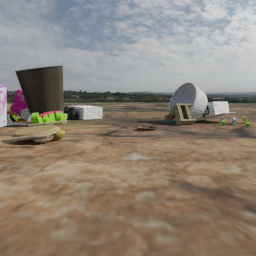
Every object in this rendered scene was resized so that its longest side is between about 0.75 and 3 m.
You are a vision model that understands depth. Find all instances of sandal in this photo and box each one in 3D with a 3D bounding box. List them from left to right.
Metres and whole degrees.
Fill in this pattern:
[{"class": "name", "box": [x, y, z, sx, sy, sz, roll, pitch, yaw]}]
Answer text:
[{"class": "sandal", "box": [-5.175, -0.381, 12.560, 1.775, 0.509, 0.680, -2, 7, -14]}]

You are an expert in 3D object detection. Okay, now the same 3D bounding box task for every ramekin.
[{"class": "ramekin", "box": [3.042, -1.209, 13.977, 1.004, 1.913, 1.913, 23, -5, -28]}]

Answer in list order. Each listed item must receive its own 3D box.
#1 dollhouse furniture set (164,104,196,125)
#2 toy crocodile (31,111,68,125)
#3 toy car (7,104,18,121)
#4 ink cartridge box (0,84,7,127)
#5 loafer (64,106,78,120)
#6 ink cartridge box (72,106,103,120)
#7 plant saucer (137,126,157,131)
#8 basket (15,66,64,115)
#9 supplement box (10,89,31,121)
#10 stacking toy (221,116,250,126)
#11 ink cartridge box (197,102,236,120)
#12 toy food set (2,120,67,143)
[{"class": "dollhouse furniture set", "box": [2.440, -0.480, 13.136, 0.871, 0.876, 1.243, -2, -23, -21]}, {"class": "toy crocodile", "box": [-3.040, -0.380, 10.873, 0.702, 0.642, 2.081, -1, 10, 22]}, {"class": "toy car", "box": [-5.956, -0.934, 13.588, 1.077, 1.365, 1.121, -4, 8, -30]}, {"class": "ink cartridge box", "box": [-4.986, -0.946, 9.865, 0.461, 2.128, 2.089, 6, 12, 5]}, {"class": "loafer", "box": [-3.483, -0.895, 15.930, 0.747, 0.742, 2.053, -7, 9, -44]}, {"class": "ink cartridge box", "box": [-2.476, -0.909, 16.178, 1.220, 0.701, 2.082, -3, 8, -33]}, {"class": "plant saucer", "box": [0.733, 0.022, 10.796, 0.804, 0.129, 0.804, -1, 6, 0]}, {"class": "basket", "box": [-3.678, -1.417, 12.330, 2.179, 2.417, 1.644, -1, 17, 20]}, {"class": "supplement box", "box": [-4.834, -1.238, 14.940, 1.237, 1.263, 2.444, 31, 16, 12]}, {"class": "stacking toy", "box": [4.916, -0.343, 12.945, 1.154, 0.360, 1.530, 2, 8, 16]}, {"class": "ink cartridge box", "box": [4.239, -0.878, 14.107, 1.173, 0.686, 2.022, -5, -6, -35]}, {"class": "toy food set", "box": [-2.619, 0.237, 8.211, 1.491, 0.434, 2.160, -7, 12, 3]}]
